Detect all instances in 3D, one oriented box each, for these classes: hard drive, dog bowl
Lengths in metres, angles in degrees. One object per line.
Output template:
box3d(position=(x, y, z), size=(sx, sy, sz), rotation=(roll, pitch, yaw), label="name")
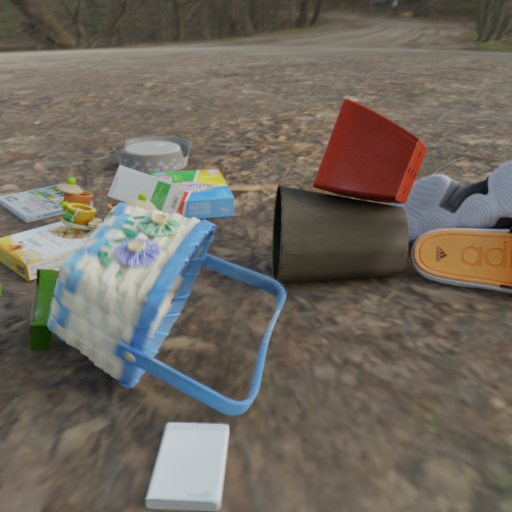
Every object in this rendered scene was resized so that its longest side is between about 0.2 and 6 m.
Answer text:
box3d(position=(-0.595, 1.882, 5.082), size=(0.614, 0.124, 0.931), rotation=(2, 25, 2), label="hard drive")
box3d(position=(-2.561, -2.492, 13.912), size=(1.874, 0.549, 1.874), rotation=(1, 25, 0), label="dog bowl")

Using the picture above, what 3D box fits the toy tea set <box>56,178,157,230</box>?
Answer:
box3d(position=(-2.410, -0.845, 9.404), size=(2.310, 0.855, 1.373), rotation=(17, 15, 9), label="toy tea set")

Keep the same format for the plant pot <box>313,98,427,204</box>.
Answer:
box3d(position=(1.730, -1.368, 8.116), size=(1.142, 1.294, 1.296), rotation=(24, 11, 21), label="plant pot")

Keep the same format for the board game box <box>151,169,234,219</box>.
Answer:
box3d(position=(-1.349, -1.276, 11.487), size=(1.520, 0.400, 1.986), rotation=(-6, 26, -12), label="board game box")

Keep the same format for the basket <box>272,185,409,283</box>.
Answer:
box3d(position=(1.223, -0.289, 8.429), size=(1.864, 1.267, 1.680), rotation=(3, 46, -4), label="basket")

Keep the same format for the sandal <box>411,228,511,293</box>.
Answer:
box3d(position=(3.633, 0.037, 7.739), size=(2.915, 1.117, 0.835), rotation=(1, -11, 19), label="sandal")

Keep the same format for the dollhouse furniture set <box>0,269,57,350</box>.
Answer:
box3d(position=(-3.571, 0.571, 6.529), size=(2.315, 1.157, 0.894), rotation=(2, 43, -18), label="dollhouse furniture set")

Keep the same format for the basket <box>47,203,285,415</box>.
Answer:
box3d(position=(-0.912, 0.549, 6.240), size=(2.351, 1.635, 2.073), rotation=(27, 34, -4), label="basket")

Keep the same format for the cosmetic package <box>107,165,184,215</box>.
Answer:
box3d(position=(-1.916, -1.093, 9.769), size=(1.149, 0.618, 0.488), rotation=(19, -2, 17), label="cosmetic package")

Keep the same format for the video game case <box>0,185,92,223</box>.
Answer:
box3d(position=(-4.286, -1.086, 11.370), size=(1.362, 0.164, 1.494), rotation=(-21, 31, -37), label="video game case")

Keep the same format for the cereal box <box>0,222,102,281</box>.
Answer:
box3d(position=(-3.239, -0.185, 9.217), size=(1.245, 0.342, 1.730), rotation=(22, 33, 38), label="cereal box")

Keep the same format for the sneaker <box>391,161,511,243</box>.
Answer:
box3d(position=(3.773, -0.584, 9.174), size=(1.783, 1.182, 3.134), rotation=(24, -20, -33), label="sneaker")
